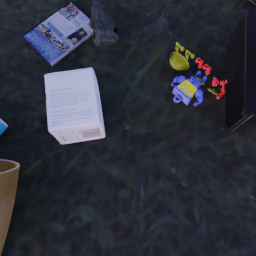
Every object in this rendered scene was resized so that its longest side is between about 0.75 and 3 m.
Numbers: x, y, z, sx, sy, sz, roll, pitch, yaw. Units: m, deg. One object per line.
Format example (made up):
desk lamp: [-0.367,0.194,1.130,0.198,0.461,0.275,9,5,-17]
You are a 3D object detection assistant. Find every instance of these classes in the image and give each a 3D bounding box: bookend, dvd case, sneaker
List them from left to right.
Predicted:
dvd case: [-1.947,-2.789,8.170,1.868,0.164,1.333,-42,76,-12]
sneaker: [-0.658,-2.862,7.726,0.723,0.605,1.593,-3,63,-18]
bookend: [4.097,-1.243,7.050,2.871,1.322,2.853,7,73,1]

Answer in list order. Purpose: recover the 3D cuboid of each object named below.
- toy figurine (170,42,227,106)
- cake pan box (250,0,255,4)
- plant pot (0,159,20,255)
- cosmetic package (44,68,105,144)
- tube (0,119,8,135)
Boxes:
toy figurine: [1.494,-1.181,7.274,1.090,0.959,1.819,-44,76,-8]
cake pan box: [4.131,-4.481,8.606,1.421,0.404,1.543,41,76,14]
plant pot: [-3.451,2.059,5.558,2.423,2.423,2.600,1,91,0]
cosmetic package: [-1.267,-0.503,6.874,1.189,1.187,1.441,-9,71,-2]
tube: [-3.946,0.572,6.929,0.835,0.543,2.155,36,80,28]
